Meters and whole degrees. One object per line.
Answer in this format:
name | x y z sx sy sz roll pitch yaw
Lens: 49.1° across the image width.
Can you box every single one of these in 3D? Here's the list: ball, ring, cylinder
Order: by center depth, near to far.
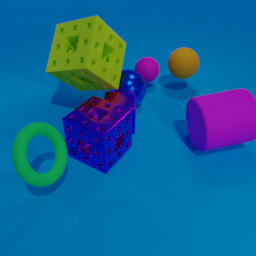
ring | -1.647 0.498 5.349 0.247 1.234 1.234 -10 30 33
cylinder | 2.245 -0.199 6.780 1.315 1.315 1.315 -11 40 -6
ball | -0.011 -1.151 8.213 1.118 1.118 1.118 0 38 0
ball | 1.734 -2.019 8.763 0.965 0.965 0.965 0 38 0
ball | 0.609 -1.876 9.033 0.795 0.795 0.795 0 38 0

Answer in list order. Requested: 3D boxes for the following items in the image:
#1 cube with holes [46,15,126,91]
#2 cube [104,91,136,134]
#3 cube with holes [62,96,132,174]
cube with holes | -1.081 -1.902 7.526 1.382 1.382 1.382 3 77 32
cube | -0.215 -0.417 7.529 0.839 0.839 0.839 1 39 2
cube with holes | -0.677 0.127 6.608 1.131 1.131 1.131 21 43 25
